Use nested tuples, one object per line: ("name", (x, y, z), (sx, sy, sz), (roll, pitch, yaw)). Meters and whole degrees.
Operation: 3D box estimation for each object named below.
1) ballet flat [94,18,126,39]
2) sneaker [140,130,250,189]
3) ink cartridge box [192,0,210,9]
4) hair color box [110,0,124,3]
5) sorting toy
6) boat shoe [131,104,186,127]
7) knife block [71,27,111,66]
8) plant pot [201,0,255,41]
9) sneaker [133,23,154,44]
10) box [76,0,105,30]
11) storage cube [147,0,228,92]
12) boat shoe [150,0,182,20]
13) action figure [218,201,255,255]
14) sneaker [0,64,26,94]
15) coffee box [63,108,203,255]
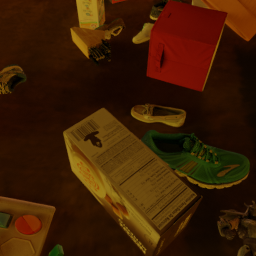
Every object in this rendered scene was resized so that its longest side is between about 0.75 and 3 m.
("ballet flat", (-0.668, -3.590, 10.359), (1.458, 0.494, 0.527), (-34, 80, -27))
("sneaker", (1.544, 0.684, 6.602), (2.657, 1.058, 1.030), (11, 53, 7))
("ink cartridge box", (3.413, -5.215, 11.645), (1.495, 0.465, 1.858), (7, 46, 5))
("hair color box", (0.171, -6.458, 12.314), (2.614, 0.836, 1.450), (-22, 56, -15))
("sorting toy", (-2.144, 2.292, 5.812), (2.179, 0.321, 1.611), (8, 52, 7))
("boat shoe", (0.839, -0.432, 7.833), (1.525, 0.480, 0.556), (15, 54, 11))
("knife block", (-1.338, -2.773, 9.615), (1.656, 0.530, 1.453), (10, 51, 6))
("plant pot", (3.719, -4.555, 9.298), (2.760, 1.932, 2.760), (34, 25, -19))
("sneaker", (0.653, -3.475, 10.069), (1.273, 0.479, 0.563), (-28, 95, -17))
("box", (-1.358, -4.473, 10.318), (0.774, 1.527, 0.859), (10, 51, 8))
("storage cube", (1.796, -2.563, 8.675), (1.865, 1.773, 2.074), (19, 54, 13))
("boat shoe", (1.583, -4.920, 11.300), (1.705, 0.527, 0.621), (-34, 60, -24))
("action figure", (2.456, 2.438, 5.434), (1.494, 0.797, 2.296), (9, 49, 14))
("sneaker", (-3.850, -1.338, 8.466), (0.713, 0.645, 1.675), (40, 62, 22))
("coffee box", (-0.034, 1.131, 5.911), (1.127, 1.617, 2.827), (-34, 61, -25))
